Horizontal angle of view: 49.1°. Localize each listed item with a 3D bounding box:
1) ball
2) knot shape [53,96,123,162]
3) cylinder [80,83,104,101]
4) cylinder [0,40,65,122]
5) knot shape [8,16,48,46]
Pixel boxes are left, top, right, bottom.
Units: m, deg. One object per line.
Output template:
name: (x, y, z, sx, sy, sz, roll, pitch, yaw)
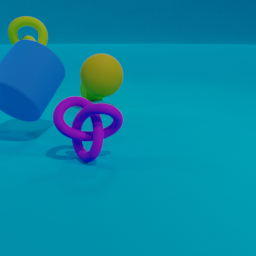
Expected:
ball: (-0.830, -1.653, 8.865, 1.356, 1.356, 1.356, 0, 18, 0)
knot shape: (-0.755, 0.056, 5.181, 1.249, 1.169, 0.577, 9, 13, 6)
cylinder: (-1.303, -1.375, 10.240, 0.723, 0.723, 0.723, -9, 20, -26)
cylinder: (-2.306, -1.053, 6.359, 1.337, 1.337, 1.337, 8, 56, 22)
knot shape: (-3.332, -2.672, 9.823, 1.877, 2.006, 0.927, 40, 36, 10)
